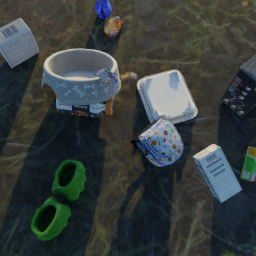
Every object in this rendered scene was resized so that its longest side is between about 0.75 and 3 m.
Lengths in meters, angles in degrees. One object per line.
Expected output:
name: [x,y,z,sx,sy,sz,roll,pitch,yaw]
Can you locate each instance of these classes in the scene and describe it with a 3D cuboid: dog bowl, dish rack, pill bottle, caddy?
dog bowl: [-1.665,-1.955,10.049,2.901,0.851,2.901,2,39,-2]
dish rack: [1.496,-1.235,10.634,1.901,0.482,2.215,-15,68,-7]
pill bottle: [-1.502,-0.940,10.169,1.969,1.046,1.046,7,67,4]
caddy: [-1.065,-5.249,12.379,0.642,0.476,0.907,-12,66,20]

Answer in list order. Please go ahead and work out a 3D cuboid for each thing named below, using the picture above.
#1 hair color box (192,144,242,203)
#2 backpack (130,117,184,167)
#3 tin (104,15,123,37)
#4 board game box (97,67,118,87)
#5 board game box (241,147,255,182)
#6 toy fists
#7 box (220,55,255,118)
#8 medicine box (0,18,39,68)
hair color box: [2.155,1.089,6.766,0.634,0.384,1.267,-31,103,-3]
backpack: [1.151,0.528,9.453,1.547,1.192,1.474,-39,97,-15]
tin: [-0.615,-4.417,12.146,0.640,0.239,1.144,21,68,4]
board game box: [-0.648,-1.571,8.685,0.139,0.809,0.548,-43,106,-18]
board game box: [3.364,0.993,7.495,0.225,1.115,0.853,13,88,37]
toy fists: [-2.083,2.207,8.700,0.876,1.299,2.548,16,67,16]
box: [4.358,-1.502,9.844,1.283,2.099,1.113,-39,72,-15]
medicine box: [-4.382,-3.295,10.972,1.317,1.446,0.744,-36,75,-14]
